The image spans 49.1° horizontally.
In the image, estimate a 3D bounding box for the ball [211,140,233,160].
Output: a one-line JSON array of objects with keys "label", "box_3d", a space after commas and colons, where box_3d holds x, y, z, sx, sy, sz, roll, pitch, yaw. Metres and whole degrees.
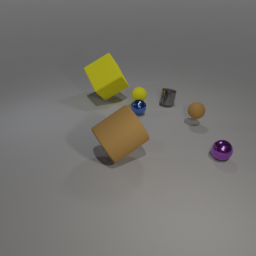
[{"label": "ball", "box_3d": [3.178, 0.745, 9.457, 0.700, 0.700, 0.700, 0, 29, 0]}]

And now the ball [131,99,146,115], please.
[{"label": "ball", "box_3d": [0.476, -0.947, 12.574, 0.700, 0.700, 0.700, 0, 29, 0]}]

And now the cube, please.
[{"label": "cube", "box_3d": [-1.011, -2.422, 13.426, 1.400, 1.400, 1.400, -29, 73, 8]}]

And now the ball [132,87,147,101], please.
[{"label": "ball", "box_3d": [0.528, -1.567, 13.172, 0.700, 0.700, 0.700, 0, 29, 0]}]

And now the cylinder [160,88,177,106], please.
[{"label": "cylinder", "box_3d": [1.926, -1.500, 13.489, 0.700, 0.700, 0.700, 8, 21, -3]}]

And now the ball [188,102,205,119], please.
[{"label": "ball", "box_3d": [2.799, -0.713, 11.437, 0.700, 0.700, 0.700, 0, 29, 0]}]

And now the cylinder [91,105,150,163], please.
[{"label": "cylinder", "box_3d": [-0.242, 0.193, 9.167, 1.400, 1.400, 1.400, -35, 35, -4]}]
